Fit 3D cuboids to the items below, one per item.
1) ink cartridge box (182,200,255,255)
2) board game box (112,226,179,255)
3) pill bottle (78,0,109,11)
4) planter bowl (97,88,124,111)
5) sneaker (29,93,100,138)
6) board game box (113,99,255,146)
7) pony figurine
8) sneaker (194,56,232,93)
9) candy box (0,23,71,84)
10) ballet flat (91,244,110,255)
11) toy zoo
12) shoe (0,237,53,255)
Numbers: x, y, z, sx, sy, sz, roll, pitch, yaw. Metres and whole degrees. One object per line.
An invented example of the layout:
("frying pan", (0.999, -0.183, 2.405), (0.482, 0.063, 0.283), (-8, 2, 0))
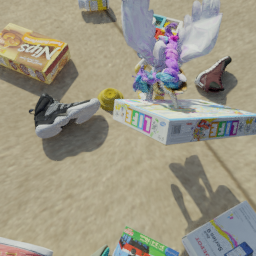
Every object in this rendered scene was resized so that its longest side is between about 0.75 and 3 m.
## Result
("ink cartridge box", (2.495, 2.894, 6.948), (1.882, 0.824, 1.368), (-25, 65, -11))
("board game box", (0.189, 3.650, 6.793), (1.497, 0.362, 1.979), (23, 65, 11))
("pill bottle", (-1.410, -5.159, 11.414), (1.226, 0.687, 0.687), (-9, 62, -6))
("planter bowl", (-0.593, -1.055, 9.354), (0.921, 0.383, 0.921), (0, 61, 0))
("sneaker", (-2.051, -0.660, 8.868), (2.196, 0.829, 1.250), (-28, 67, -12))
("board game box", (1.297, -0.237, 6.171), (2.708, 0.463, 1.821), (-4, 18, -33))
("pony figurine", (0.844, -1.687, 6.559), (2.237, 2.686, 2.593), (2, 91, -8))
("sneaker", (3.151, -1.739, 9.674), (1.596, 0.604, 0.922), (-36, 72, -6))
("candy box", (-3.560, -2.708, 10.060), (2.565, 0.709, 1.481), (23, 64, 12))
("ballet flat", (-1.099, 3.674, 6.625), (0.640, 0.677, 2.009), (15, 62, 17))
("toy zoo", (1.224, -3.818, 10.945), (2.184, 0.223, 1.433), (19, 63, 11))
("shoe", (-2.697, 3.228, 6.935), (1.620, 0.579, 0.737), (8, 63, 10))
